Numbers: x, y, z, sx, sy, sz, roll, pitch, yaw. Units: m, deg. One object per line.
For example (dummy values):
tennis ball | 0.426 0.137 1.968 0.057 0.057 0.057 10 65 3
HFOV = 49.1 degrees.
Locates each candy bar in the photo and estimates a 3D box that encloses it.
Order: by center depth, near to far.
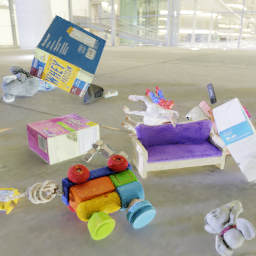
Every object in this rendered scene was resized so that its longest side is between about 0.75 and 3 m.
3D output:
candy bar | -3.891 1.574 6.203 2.917 0.323 0.727 1 24 0

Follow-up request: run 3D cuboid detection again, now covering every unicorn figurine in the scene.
unicorn figurine | 0.685 -0.302 8.833 1.711 0.920 2.490 20 -18 10

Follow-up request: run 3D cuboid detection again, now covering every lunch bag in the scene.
lunch bag | -5.192 -2.815 17.372 1.709 0.705 1.374 5 22 13

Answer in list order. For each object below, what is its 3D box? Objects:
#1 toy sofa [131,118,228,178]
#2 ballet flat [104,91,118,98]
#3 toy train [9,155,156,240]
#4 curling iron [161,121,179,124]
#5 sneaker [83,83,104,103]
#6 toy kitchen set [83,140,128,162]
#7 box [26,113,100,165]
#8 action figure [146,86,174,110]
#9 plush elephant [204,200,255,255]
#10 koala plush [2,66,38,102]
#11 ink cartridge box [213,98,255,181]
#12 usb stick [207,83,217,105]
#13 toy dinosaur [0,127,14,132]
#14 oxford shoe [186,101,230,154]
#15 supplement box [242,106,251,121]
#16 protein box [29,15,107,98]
toy sofa | 1.413 0.512 7.786 2.504 1.222 1.037 -4 21 -12
ballet flat | -0.968 -1.911 15.545 0.937 0.336 0.336 -17 26 -36
toy train | -0.822 1.550 5.477 2.565 1.086 1.484 -12 37 -28
curling iron | 1.109 -0.056 10.671 1.890 0.241 0.468 -5 22 -12
sneaker | -1.809 -1.907 14.805 1.094 0.915 2.410 6 23 -6
toy kitchen set | -0.671 0.857 8.180 0.985 0.789 0.580 42 30 5
box | -2.055 0.268 8.930 1.764 0.853 1.552 -15 25 -37
action figure | 1.566 -1.252 13.320 0.874 0.691 2.673 -9 26 -9
plush elephant | 1.827 1.823 5.077 0.809 0.760 0.982 -35 -25 14
koala plush | -5.871 -2.259 14.732 1.716 1.656 1.867 19 20 9
ink cartridge box | 3.098 0.460 7.323 0.726 2.175 1.260 -29 22 24
usb stick | 2.792 -1.135 9.341 0.127 0.780 0.216 21 -37 -37
toy dinosaur | -4.833 0.149 10.147 0.643 0.366 1.210 34 37 16
oxford shoe | 2.689 0.126 9.600 1.076 1.032 2.916 -32 22 17
supplement box | 4.073 -0.297 10.568 0.768 0.784 1.517 4 19 11
protein box | -2.106 -2.553 10.023 2.005 1.352 1.990 24 52 -15
